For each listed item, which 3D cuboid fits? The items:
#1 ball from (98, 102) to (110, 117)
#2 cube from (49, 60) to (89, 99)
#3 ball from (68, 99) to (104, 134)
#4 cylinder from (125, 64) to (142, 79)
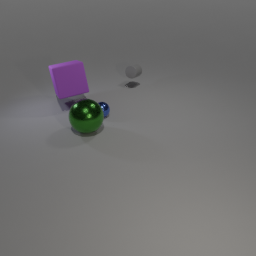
[{"bbox_3d":[-1.159,-0.825,12.533,0.700,0.700,0.700,0,30,0],"label":"ball"},{"bbox_3d":[-2.747,-2.276,12.969,1.400,1.400,1.400,-16,21,-16],"label":"cube"},{"bbox_3d":[-1.667,-0.473,11.207,1.400,1.400,1.400,0,30,0],"label":"ball"},{"bbox_3d":[0.317,-3.102,15.309,0.700,0.700,0.700,15,25,24],"label":"cylinder"}]
